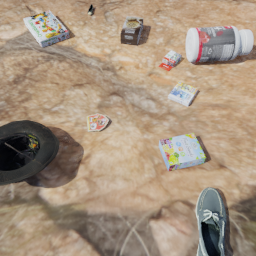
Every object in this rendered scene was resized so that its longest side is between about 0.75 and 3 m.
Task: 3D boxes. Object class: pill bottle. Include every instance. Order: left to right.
[{"bbox_3d":[4.208,-3.900,13.002,2.786,1.542,1.542,-4,52,-2],"label":"pill bottle"}]

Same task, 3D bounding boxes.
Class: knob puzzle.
[{"bbox_3d":[-1.182,-0.251,10.969,0.949,0.132,0.949,-3,56,4],"label":"knob puzzle"}]

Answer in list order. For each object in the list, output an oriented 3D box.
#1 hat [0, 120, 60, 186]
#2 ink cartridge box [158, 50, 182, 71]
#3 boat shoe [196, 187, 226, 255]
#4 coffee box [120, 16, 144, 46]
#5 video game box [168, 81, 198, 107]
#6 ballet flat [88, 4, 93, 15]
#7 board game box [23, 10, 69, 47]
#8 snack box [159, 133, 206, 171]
[{"bbox_3d":[-3.765,1.045,9.424,2.924,1.180,2.924,5,41,-5],"label":"hat"},{"bbox_3d":[1.986,-3.180,13.230,0.616,0.285,1.130,31,57,22],"label":"ink cartridge box"},{"bbox_3d":[2.505,2.842,8.250,0.941,0.798,2.584,10,53,8],"label":"boat shoe"},{"bbox_3d":[0.213,-5.020,14.432,0.907,0.641,1.605,9,53,7],"label":"coffee box"},{"bbox_3d":[2.345,-1.463,11.944,0.934,0.240,1.026,27,57,16],"label":"video game box"},{"bbox_3d":[-2.158,-6.759,16.018,0.304,0.260,0.914,1,52,0],"label":"ballet flat"},{"bbox_3d":[-4.318,-5.262,14.749,1.540,0.422,2.439,-28,57,-19],"label":"board game box"},{"bbox_3d":[1.914,0.841,10.020,1.347,0.456,1.136,-11,52,-10],"label":"snack box"}]
